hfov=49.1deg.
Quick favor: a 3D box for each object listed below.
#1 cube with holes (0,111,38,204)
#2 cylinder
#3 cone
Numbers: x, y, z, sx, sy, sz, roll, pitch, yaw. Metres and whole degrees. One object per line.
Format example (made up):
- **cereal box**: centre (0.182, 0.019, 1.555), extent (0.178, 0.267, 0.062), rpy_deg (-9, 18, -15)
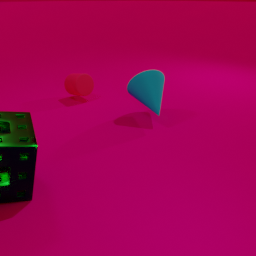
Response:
- **cube with holes**: centre (-2.603, 0.548, 5.531), extent (1.321, 1.321, 1.321), rpy_deg (1, 30, -26)
- **cylinder**: centre (-1.822, -1.620, 10.438), extent (0.811, 0.811, 0.811), rpy_deg (-23, 24, -38)
- **cone**: centre (0.748, -0.893, 8.673), extent (1.268, 1.268, 1.273), rpy_deg (-9, 60, -17)
